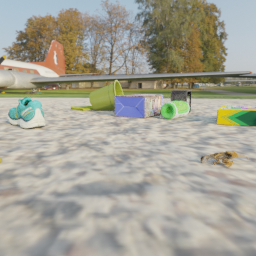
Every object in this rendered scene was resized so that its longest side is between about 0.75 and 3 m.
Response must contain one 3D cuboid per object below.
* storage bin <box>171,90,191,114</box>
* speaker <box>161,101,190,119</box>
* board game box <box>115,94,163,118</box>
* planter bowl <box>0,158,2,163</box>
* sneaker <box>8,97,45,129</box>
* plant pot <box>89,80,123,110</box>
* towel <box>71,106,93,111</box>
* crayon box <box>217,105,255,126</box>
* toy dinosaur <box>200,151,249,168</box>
[{"bbox_3d":[2.481,-1.213,13.030,0.743,1.071,1.584,4,9,20],"label":"storage bin"},{"bbox_3d":[1.893,-0.729,11.088,0.688,0.688,1.555,5,10,33],"label":"speaker"},{"bbox_3d":[0.492,-0.968,11.979,1.439,0.874,1.804,5,10,29],"label":"board game box"},{"bbox_3d":[-2.495,0.384,4.428,0.906,0.377,0.906,0,9,0],"label":"planter bowl"},{"bbox_3d":[-3.187,-0.531,8.892,0.884,0.908,2.281,-6,10,-39],"label":"sneaker"},{"bbox_3d":[-1.131,-1.516,14.494,1.529,1.610,1.610,-11,5,14],"label":"plant pot"},{"bbox_3d":[-1.834,-1.166,15.652,1.122,0.235,2.607,6,11,42],"label":"towel"},{"bbox_3d":[3.958,-0.447,9.558,1.604,0.542,1.859,2,9,23],"label":"crayon box"},{"bbox_3d":[1.597,0.443,4.420,0.876,0.265,0.466,0,7,-3],"label":"toy dinosaur"}]
